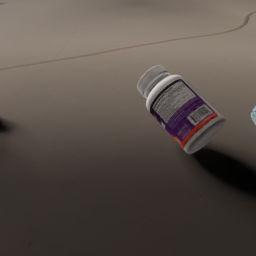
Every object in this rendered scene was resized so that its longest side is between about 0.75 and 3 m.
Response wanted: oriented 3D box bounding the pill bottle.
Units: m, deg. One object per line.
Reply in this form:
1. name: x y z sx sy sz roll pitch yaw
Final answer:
1. pill bottle: 1.383 -0.596 7.831 1.365 1.365 2.450 -25 65 -32

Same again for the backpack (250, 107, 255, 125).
1. backpack: 4.092 -0.356 8.302 0.697 0.949 0.868 -30 83 -1
